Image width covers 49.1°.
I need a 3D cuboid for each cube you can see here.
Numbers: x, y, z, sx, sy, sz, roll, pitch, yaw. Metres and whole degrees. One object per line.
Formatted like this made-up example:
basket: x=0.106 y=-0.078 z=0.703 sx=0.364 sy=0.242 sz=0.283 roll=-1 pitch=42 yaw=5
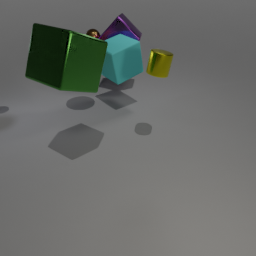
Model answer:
cube: x=-1.600 y=-1.789 z=7.332 sx=1.400 sy=1.400 sz=1.400 roll=22 pitch=15 yaw=31
cube: x=-0.333 y=-4.306 z=13.191 sx=1.400 sy=1.400 sz=1.400 roll=42 pitch=25 yaw=-15
cube: x=-0.370 y=-2.923 z=11.813 sx=1.400 sy=1.400 sz=1.400 roll=-31 pitch=43 yaw=-22

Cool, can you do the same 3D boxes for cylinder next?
cylinder: x=0.951 y=-1.954 z=8.446 sx=0.700 sy=0.700 sz=0.700 roll=10 pitch=26 yaw=-5

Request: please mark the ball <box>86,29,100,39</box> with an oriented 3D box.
ball: x=-1.657 y=-4.339 z=13.284 sx=0.700 sy=0.700 sz=0.700 roll=0 pitch=31 yaw=0
